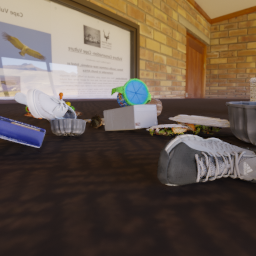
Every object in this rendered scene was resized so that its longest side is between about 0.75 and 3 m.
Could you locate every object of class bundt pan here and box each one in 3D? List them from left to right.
[{"bbox_3d":[-1.764,0.006,8.265,1.082,0.406,1.082,-2,-7,0],"label":"bundt pan"},{"bbox_3d":[4.041,-0.116,7.319,2.856,1.072,2.856,0,9,0],"label":"bundt pan"}]

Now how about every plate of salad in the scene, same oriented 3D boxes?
[{"bbox_3d":[1.184,0.084,8.466,1.258,0.302,1.258,-2,-5,0],"label":"plate of salad"},{"bbox_3d":[2.367,-0.086,8.960,2.138,0.514,2.138,5,6,-1],"label":"plate of salad"}]

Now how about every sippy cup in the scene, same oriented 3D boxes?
[{"bbox_3d":[0.098,-1.187,10.367,1.066,1.358,0.995,-50,14,-24],"label":"sippy cup"}]

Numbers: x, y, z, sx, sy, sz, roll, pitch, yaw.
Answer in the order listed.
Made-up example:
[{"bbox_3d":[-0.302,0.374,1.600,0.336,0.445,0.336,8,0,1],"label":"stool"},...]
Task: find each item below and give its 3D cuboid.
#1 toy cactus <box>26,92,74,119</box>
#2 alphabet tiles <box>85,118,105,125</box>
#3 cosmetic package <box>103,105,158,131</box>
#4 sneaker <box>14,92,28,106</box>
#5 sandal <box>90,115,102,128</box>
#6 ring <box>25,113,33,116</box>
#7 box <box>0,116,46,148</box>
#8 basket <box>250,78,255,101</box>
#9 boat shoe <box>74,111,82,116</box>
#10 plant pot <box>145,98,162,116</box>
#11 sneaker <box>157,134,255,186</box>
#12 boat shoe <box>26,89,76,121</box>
[{"bbox_3d":[-4.147,-1.046,14.496,2.500,1.278,2.063,-15,7,-34],"label":"toy cactus"},{"bbox_3d":[-0.350,-0.291,12.236,2.233,0.101,2.672,-5,9,-35],"label":"alphabet tiles"},{"bbox_3d":[0.049,-0.325,9.269,0.955,0.806,1.788,-4,-3,-38],"label":"cosmetic package"},{"bbox_3d":[-3.463,-0.877,10.238,1.315,0.495,0.582,38,7,-6],"label":"sneaker"},{"bbox_3d":[-1.187,-0.203,10.689,0.335,0.501,1.226,20,-6,-19],"label":"sandal"},{"bbox_3d":[-5.049,-0.793,15.756,1.461,0.140,1.461,0,9,0],"label":"ring"},{"bbox_3d":[-2.654,0.027,6.495,1.420,0.380,2.344,18,-2,-16],"label":"box"},{"bbox_3d":[8.710,-1.852,15.964,2.712,2.181,2.688,0,8,2],"label":"basket"},{"bbox_3d":[-2.815,-0.775,15.214,0.275,0.276,0.765,4,2,35],"label":"boat shoe"},{"bbox_3d":[1.064,-1.108,14.691,1.202,1.215,1.215,4,5,-30],"label":"plant pot"},{"bbox_3d":[1.388,0.499,4.151,1.138,0.739,1.971,10,11,42],"label":"sneaker"},{"bbox_3d":[-2.121,-0.554,8.097,0.769,0.808,2.244,-8,-20,8],"label":"boat shoe"}]
